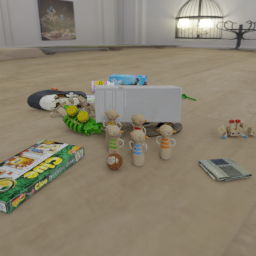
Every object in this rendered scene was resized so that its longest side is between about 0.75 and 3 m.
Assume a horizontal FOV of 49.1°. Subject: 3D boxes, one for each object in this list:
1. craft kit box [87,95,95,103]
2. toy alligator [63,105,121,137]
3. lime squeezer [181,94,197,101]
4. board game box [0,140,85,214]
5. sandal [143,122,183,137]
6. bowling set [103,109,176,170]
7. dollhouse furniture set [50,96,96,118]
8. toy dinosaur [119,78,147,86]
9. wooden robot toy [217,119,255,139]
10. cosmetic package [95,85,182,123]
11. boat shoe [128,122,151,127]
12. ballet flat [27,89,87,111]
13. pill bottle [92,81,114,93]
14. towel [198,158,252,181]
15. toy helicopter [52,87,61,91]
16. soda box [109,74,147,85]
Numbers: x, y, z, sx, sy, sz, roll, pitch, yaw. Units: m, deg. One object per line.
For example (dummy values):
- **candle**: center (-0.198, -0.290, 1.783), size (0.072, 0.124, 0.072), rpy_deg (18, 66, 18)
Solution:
- **craft kit box**: center (-1.963, -1.447, 14.104), size (0.869, 0.211, 0.858), rpy_deg (-3, 19, -8)
- **toy alligator**: center (-1.492, -0.075, 9.928), size (2.708, 0.803, 0.735), rpy_deg (28, 71, 28)
- **lime squeezer**: center (2.726, -1.550, 14.401), size (1.505, 0.284, 0.531), rpy_deg (2, 52, 2)
- **board game box**: center (-2.582, 1.079, 7.350), size (1.563, 0.350, 2.982), rpy_deg (11, 24, 21)
- **sandal**: center (1.255, -0.040, 10.078), size (1.611, 0.440, 0.658), rpy_deg (-6, 22, -16)
- **bowling set**: center (0.056, 0.354, 7.898), size (2.361, 1.267, 1.643), rpy_deg (8, 22, 22)
- **dollhouse furniture set**: center (-2.284, -0.558, 11.822), size (1.490, 0.728, 1.271), rpy_deg (-42, 53, -18)
- **toy dinosaur**: center (0.370, -1.812, 13.928), size (1.214, 0.914, 2.374), rpy_deg (-46, 31, -1)
- **wooden robot toy**: center (3.724, -0.009, 9.866), size (1.474, 0.649, 0.669), rpy_deg (-2, 10, -7)
- **cosmetic package**: center (0.322, -0.892, 9.953), size (2.935, 1.324, 1.568), rpy_deg (-3, 12, -4)
- **boat shoe**: center (0.248, -0.617, 11.303), size (0.752, 0.635, 2.111), rpy_deg (-10, 23, -25)
- **ballet flat**: center (-3.120, -1.244, 12.624), size (2.686, 0.981, 0.981), rpy_deg (-6, 22, -21)
- **pill bottle**: center (-1.400, -2.315, 15.717), size (1.236, 0.644, 0.644), rpy_deg (-1, 21, -3)
- **towel**: center (2.581, 1.115, 7.525), size (1.037, 0.186, 1.077), rpy_deg (-2, 19, -14)
- **toy helicopter**: center (-3.323, -1.648, 14.416), size (0.895, 0.534, 1.354), rpy_deg (-7, 31, -43)
- **soda box**: center (0.016, -2.750, 16.695), size (2.201, 0.747, 0.706), rpy_deg (5, 22, 12)
